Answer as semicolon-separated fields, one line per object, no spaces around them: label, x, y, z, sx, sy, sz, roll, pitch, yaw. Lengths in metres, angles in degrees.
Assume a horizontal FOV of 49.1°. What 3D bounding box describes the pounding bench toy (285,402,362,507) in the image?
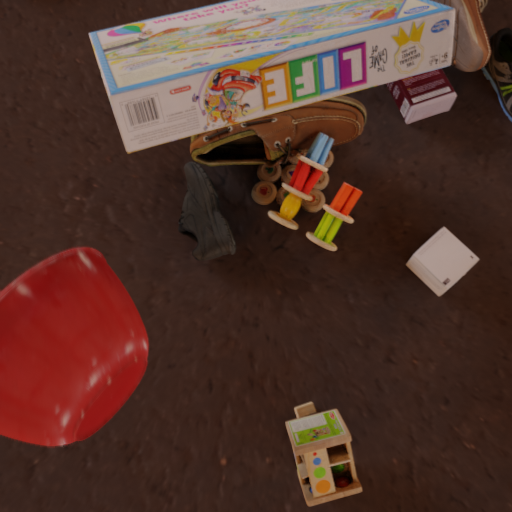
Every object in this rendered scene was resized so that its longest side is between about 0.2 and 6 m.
pounding bench toy;1.017;3.101;8.935;0.862;1.387;1.082;-14;103;-3

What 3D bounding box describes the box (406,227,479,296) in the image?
box;3.346;0.110;10.102;0.852;0.560;0.857;-39;75;-13

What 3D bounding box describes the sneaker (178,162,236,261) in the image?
sneaker;-1.079;-0.839;10.384;0.921;0.771;2.030;-21;68;3

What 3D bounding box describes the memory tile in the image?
memory tile;0.762;-1.789;10.999;1.446;0.158;1.887;10;70;3

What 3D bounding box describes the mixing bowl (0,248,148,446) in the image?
mixing bowl;-2.274;1.328;6.939;1.401;2.587;2.587;35;74;11

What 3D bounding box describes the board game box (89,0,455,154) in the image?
board game box;0.020;-2.863;7.726;4.291;0.734;2.885;-17;38;-9

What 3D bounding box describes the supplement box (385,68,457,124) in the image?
supplement box;3.193;-3.704;11.468;0.992;0.555;1.823;-19;72;-6

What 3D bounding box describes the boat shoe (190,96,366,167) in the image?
boat shoe;0.386;-2.163;10.425;3.290;1.184;1.119;-3;55;16

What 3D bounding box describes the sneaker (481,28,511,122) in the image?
sneaker;5.310;-3.487;11.147;0.868;1.014;2.448;-22;72;-6

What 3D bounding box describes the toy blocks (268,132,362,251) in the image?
toy blocks;1.223;-1.182;10.110;1.464;0.638;1.757;30;104;10

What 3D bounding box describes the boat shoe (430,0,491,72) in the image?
boat shoe;4.261;-5.446;11.737;1.237;1.305;3.445;-12;72;-6
